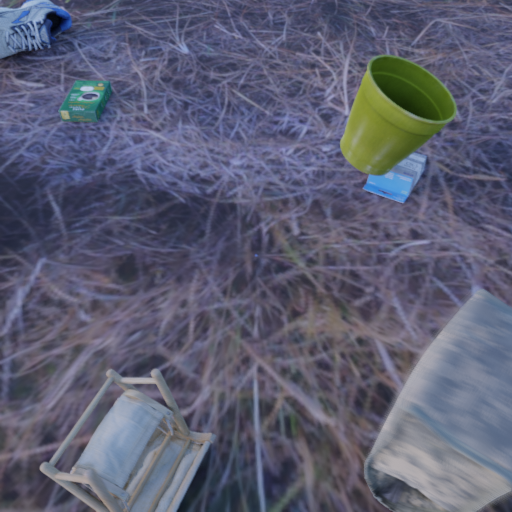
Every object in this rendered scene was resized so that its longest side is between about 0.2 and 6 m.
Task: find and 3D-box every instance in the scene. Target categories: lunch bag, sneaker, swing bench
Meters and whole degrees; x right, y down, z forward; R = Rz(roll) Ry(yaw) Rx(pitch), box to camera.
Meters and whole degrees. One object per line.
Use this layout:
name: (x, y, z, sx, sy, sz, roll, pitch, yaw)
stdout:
lunch bag: (2.402, 1.989, 6.771, 1.432, 2.436, 1.998, 34, 56, 19)
sneaker: (-6.423, -6.346, 15.693, 1.340, 1.212, 3.147, 22, 50, 15)
swing bench: (-1.527, 2.492, 7.073, 0.992, 1.529, 1.521, -9, 36, 37)

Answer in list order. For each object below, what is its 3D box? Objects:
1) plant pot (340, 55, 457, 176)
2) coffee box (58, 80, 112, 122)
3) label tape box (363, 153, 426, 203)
plant pot: (2.550, -2.549, 10.837, 1.847, 1.778, 1.847, 13, 50, -16)
coffee box: (-4.183, -3.824, 13.808, 0.921, 0.329, 1.498, 1, 45, 2)
label tape box: (2.910, -1.738, 11.735, 0.913, 0.421, 1.274, 22, 49, 21)
